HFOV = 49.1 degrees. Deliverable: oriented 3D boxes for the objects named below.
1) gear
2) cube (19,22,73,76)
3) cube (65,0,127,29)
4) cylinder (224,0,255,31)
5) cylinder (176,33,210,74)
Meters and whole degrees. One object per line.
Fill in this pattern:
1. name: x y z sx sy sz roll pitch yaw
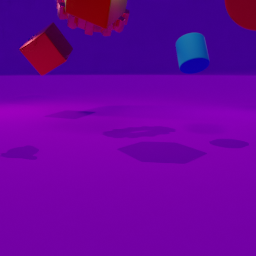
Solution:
1. gear: -1.011 -3.471 8.196 2.063 0.382 2.063 8 50 -10
2. cube: -3.198 -3.134 11.141 1.306 1.306 1.306 -25 31 21
3. cube: -0.659 -3.106 6.320 1.082 1.082 1.082 25 48 8
4. cylinder: 2.313 -2.519 4.848 1.266 1.266 1.266 3 39 14
5. cylinder: 1.564 -1.802 6.813 0.716 0.716 0.716 -5 -19 -2
